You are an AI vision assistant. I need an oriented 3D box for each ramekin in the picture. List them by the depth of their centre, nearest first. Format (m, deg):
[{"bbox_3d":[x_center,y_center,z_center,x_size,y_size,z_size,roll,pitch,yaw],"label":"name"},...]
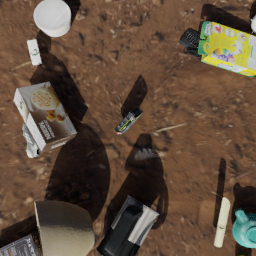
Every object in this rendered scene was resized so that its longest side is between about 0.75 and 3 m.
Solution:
[{"bbox_3d":[-3.042,-4.481,11.572,1.517,0.706,1.517,0,76,0],"label":"ramekin"}]

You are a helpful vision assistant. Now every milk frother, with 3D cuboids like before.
[{"bbox_3d":[0.415,3.619,8.995,2.189,1.976,2.059,31,79,3],"label":"milk frother"}]

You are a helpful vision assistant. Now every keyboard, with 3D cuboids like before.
[{"bbox_3d":[3.160,-3.210,11.421,2.169,0.430,1.129,33,79,9],"label":"keyboard"}]

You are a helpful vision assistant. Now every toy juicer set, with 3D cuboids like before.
[{"bbox_3d":[4.042,3.813,9.615,2.973,0.809,1.891,30,95,3],"label":"toy juicer set"}]

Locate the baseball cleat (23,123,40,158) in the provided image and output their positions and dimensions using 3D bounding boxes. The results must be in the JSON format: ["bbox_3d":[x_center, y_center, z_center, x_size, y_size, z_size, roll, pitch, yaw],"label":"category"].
[{"bbox_3d":[-3.517,0.415,10.462,0.709,0.465,1.333,-13,85,22],"label":"baseball cleat"}]

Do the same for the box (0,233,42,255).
[{"bbox_3d":[-3.568,4.806,9.415,1.554,0.474,1.963,-25,76,-6],"label":"box"}]

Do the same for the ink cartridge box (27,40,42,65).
[{"bbox_3d":[-3.694,-2.986,11.106,0.368,0.637,0.872,-13,99,-12],"label":"ink cartridge box"}]

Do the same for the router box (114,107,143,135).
[{"bbox_3d":[0.025,-0.257,10.231,0.321,0.774,1.032,45,123,4],"label":"router box"}]

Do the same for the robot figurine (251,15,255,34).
[{"bbox_3d":[5.766,-4.339,11.439,1.586,0.896,1.345,-15,102,-4],"label":"robot figurine"}]

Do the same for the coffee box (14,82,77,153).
[{"bbox_3d":[-3.021,-0.414,10.204,1.310,0.913,2.291,-21,76,-37],"label":"coffee box"}]

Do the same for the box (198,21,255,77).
[{"bbox_3d":[3.969,-3.104,11.031,2.617,0.633,1.535,16,76,-11],"label":"box"}]

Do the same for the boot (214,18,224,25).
[{"bbox_3d":[3.805,-4.249,11.728,0.391,0.301,0.806,10,75,5],"label":"boot"}]

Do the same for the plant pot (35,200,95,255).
[{"bbox_3d":[-1.996,3.398,9.010,1.611,2.400,2.400,-9,76,-22],"label":"plant pot"}]
